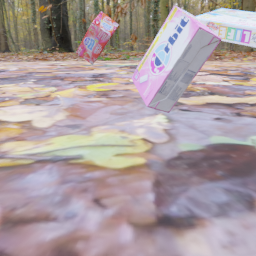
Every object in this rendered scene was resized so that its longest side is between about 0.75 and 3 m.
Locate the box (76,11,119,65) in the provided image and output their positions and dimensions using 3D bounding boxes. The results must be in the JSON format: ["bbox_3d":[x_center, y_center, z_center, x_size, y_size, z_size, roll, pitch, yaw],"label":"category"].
[{"bbox_3d":[-1.169,-3.337,10.525,0.820,1.719,0.857,34,52,-12],"label":"box"}]

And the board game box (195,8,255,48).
[{"bbox_3d":[2.403,-1.989,5.543,1.979,0.339,1.331,27,42,36],"label":"board game box"}]

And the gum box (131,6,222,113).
[{"bbox_3d":[0.737,-1.131,4.901,0.537,1.623,0.921,14,34,-32],"label":"gum box"}]
